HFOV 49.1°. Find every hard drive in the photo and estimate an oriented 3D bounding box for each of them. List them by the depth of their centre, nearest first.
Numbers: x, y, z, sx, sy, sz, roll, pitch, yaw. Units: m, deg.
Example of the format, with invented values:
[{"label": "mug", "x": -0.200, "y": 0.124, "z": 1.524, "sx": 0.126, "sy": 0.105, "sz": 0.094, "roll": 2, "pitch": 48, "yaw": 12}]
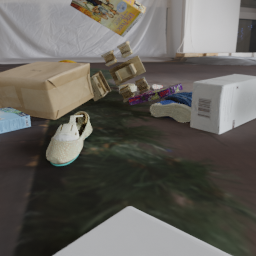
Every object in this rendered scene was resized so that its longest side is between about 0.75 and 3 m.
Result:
[{"label": "hard drive", "x": 0.426, "y": 1.643, "z": 2.836, "sx": 2.328, "sy": 0.306, "sz": 1.535, "roll": 14, "pitch": 22, "yaw": 39}]

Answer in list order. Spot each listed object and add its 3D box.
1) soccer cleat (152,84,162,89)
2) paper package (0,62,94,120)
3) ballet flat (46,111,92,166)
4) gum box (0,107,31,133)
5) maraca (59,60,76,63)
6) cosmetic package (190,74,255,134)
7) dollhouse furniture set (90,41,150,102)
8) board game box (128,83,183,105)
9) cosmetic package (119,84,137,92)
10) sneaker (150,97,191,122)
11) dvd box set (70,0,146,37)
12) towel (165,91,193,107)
[{"label": "soccer cleat", "x": 1.562, "y": -2.255, "z": 15.414, "sx": 0.816, "sy": 0.283, "sz": 0.317, "roll": -6, "pitch": 12, "yaw": -42}, {"label": "paper package", "x": -3.153, "y": -1.566, "z": 10.630, "sx": 2.784, "sy": 1.441, "sz": 2.654, "roll": 8, "pitch": 29, "yaw": 26}, {"label": "ballet flat", "x": -1.450, "y": 0.130, "z": 6.944, "sx": 0.811, "sy": 0.750, "sz": 2.404, "roll": 1, "pitch": 18, "yaw": 3}, {"label": "gum box", "x": -4.169, "y": -0.191, "z": 8.534, "sx": 1.810, "sy": 0.403, "sz": 1.538, "roll": -16, "pitch": 23, "yaw": -41}, {"label": "maraca", "x": -3.207, "y": -2.791, "z": 15.010, "sx": 2.022, "sy": 1.578, "sz": 2.950, "roll": 5, "pitch": 6, "yaw": -7}, {"label": "cosmetic package", "x": 3.168, "y": -0.852, "z": 8.915, "sx": 2.629, "sy": 1.483, "sz": 1.067, "roll": -18, "pitch": 25, "yaw": -39}, {"label": "dollhouse furniture set", "x": -0.474, "y": -2.358, "z": 12.632, "sx": 2.518, "sy": 2.207, "sz": 1.673, "roll": -24, "pitch": 13, "yaw": 16}, {"label": "board game box", "x": 1.258, "y": -1.487, "z": 12.172, "sx": 1.478, "sy": 0.398, "sz": 2.463, "roll": -14, "pitch": 7, "yaw": 34}, {"label": "cosmetic package", "x": -0.005, "y": -2.054, "z": 14.557, "sx": 0.544, "sy": 0.368, "sz": 1.034, "roll": 8, "pitch": 19, "yaw": 25}, {"label": "sneaker", "x": 1.704, "y": -0.675, "z": 9.648, "sx": 1.729, "sy": 0.663, "sz": 0.962, "roll": 8, "pitch": 26, "yaw": 43}, {"label": "dvd box set", "x": -0.738, "y": -4.256, "z": 9.822, "sx": 2.291, "sy": 0.337, "sz": 1.676, "roll": 26, "pitch": -22, "yaw": -21}, {"label": "towel", "x": 2.943, "y": -1.119, "z": 11.086, "sx": 2.706, "sy": 0.657, "sz": 1.511, "roll": -10, "pitch": 21, "yaw": -29}]
